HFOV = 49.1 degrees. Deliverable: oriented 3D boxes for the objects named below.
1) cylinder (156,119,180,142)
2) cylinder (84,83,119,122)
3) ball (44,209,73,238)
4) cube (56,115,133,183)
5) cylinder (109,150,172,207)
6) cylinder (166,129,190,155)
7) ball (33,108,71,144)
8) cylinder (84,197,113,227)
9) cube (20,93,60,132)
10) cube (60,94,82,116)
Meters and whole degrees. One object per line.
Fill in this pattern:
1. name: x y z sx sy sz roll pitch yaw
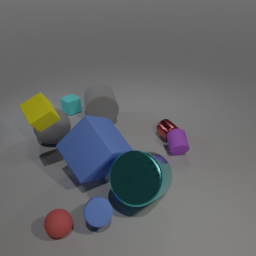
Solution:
1. cylinder: 1.589 0.100 11.039 0.700 0.700 0.700 -13 35 -23
2. cylinder: -1.195 -1.063 12.253 1.400 1.400 1.400 -5 32 -10
3. ball: -1.732 2.370 6.975 0.700 0.700 0.700 0 29 0
4. cube: -0.979 0.622 8.454 1.400 1.400 1.400 52 18 17
5. cylinder: 0.391 1.325 7.606 1.400 1.400 1.400 12 -2 20
6. cylinder: 1.788 0.501 10.054 0.700 0.700 0.700 -4 55 -6
7. ball: -2.894 -0.081 10.688 1.400 1.400 1.400 0 29 0
8. cylinder: -0.763 2.117 7.120 0.700 0.700 0.700 -5 -11 -9
9. cube: -2.499 -0.439 7.980 0.700 0.700 0.700 -33 69 -3
10. cube: -2.672 -1.099 13.172 0.700 0.700 0.700 -25 38 -33
